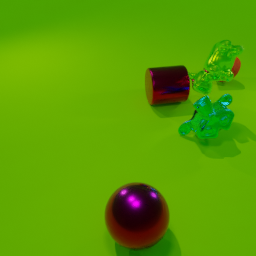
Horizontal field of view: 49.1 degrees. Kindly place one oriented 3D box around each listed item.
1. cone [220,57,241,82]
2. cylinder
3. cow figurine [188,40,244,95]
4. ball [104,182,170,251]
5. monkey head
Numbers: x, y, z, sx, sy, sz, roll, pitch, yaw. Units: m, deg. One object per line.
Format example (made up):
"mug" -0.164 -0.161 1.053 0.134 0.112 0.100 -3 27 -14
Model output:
"cone" 3.320 -2.364 10.120 1.056 1.052 1.052 23 25 -36
"cylinder" 1.272 -1.421 9.266 1.220 1.220 1.220 -6 40 -8
"cow figurine" 2.457 -1.748 8.088 0.879 1.601 1.575 19 9 -13
"ball" 0.173 1.677 5.394 1.254 1.254 1.254 0 39 0
"monkey head" 2.158 -0.387 7.707 1.827 1.314 1.101 -36 22 7
